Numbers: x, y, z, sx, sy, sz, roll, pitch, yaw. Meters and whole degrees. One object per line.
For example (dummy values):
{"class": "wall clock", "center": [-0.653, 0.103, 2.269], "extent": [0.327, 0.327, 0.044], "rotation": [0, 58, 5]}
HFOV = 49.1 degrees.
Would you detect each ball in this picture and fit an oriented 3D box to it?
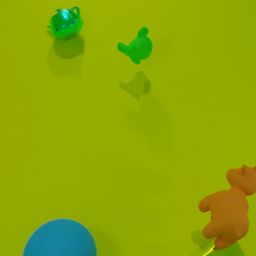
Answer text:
{"class": "ball", "center": [-1.184, 2.258, 4.913], "extent": [1.272, 1.272, 1.272], "rotation": [0, 66, 0]}

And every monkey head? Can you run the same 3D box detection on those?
{"class": "monkey head", "center": [0.201, -2.037, 7.018], "extent": [0.812, 1.129, 0.680], "rotation": [29, 71, 9]}

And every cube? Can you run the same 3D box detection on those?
{"class": "cube", "center": [1.731, 2.785, 5.299], "extent": [1.056, 1.056, 1.056], "rotation": [-31, 69, -13]}

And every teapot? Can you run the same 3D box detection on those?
{"class": "teapot", "center": [-1.821, -2.970, 7.938], "extent": [0.980, 1.576, 0.772], "rotation": [-38, 107, -42]}

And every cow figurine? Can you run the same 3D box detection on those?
{"class": "cow figurine", "center": [1.969, 1.357, 5.078], "extent": [0.759, 1.362, 1.384], "rotation": [43, 26, -14]}
